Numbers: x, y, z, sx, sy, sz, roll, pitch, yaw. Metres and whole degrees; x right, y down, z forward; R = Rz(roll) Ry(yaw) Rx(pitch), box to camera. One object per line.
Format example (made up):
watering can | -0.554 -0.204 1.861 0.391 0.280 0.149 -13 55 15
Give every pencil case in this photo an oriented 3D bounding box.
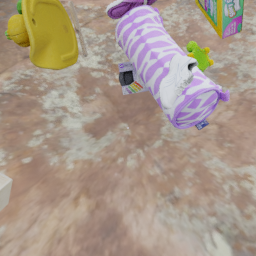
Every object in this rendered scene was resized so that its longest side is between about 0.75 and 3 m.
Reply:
pencil case | 0.798 -1.343 5.882 1.235 1.213 2.890 -34 64 7

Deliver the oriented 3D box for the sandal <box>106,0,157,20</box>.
sandal | 0.200 -3.761 8.615 2.064 0.840 0.507 -13 67 41

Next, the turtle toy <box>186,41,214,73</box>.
turtle toy | 1.855 -1.912 7.549 0.661 0.458 0.907 -21 96 -10

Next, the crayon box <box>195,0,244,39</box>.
crayon box | 1.950 -3.243 6.152 0.554 1.902 1.641 -21 54 5

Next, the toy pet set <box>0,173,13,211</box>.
toy pet set | -2.402 0.964 3.667 0.933 1.757 1.641 26 29 6

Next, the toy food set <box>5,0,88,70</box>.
toy food set | -1.756 -1.959 5.934 0.842 1.516 2.577 -13 16 14

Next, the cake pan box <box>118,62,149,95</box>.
cake pan box | 0.212 -1.327 7.249 0.904 0.833 0.236 -8 7 2

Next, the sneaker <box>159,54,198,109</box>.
sneaker | 0.713 -0.669 3.995 0.380 0.325 0.872 14 79 36
